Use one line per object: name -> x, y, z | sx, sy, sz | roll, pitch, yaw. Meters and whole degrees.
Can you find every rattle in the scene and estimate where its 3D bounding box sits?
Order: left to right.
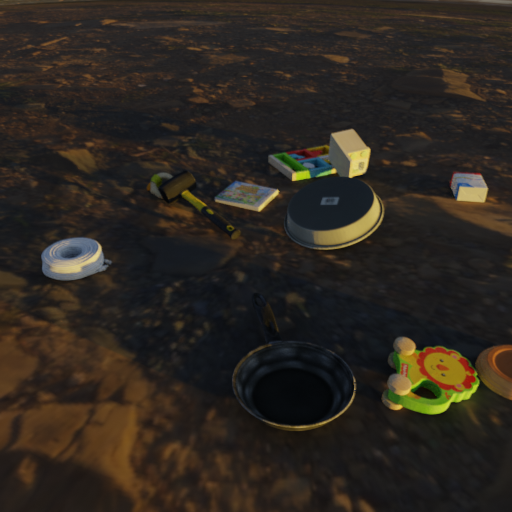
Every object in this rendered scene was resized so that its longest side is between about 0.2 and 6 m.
rattle -> -2.134, -1.614, 13.829 | 1.023, 0.731, 0.666 | 6, 61, -20

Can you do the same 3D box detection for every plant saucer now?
plant saucer -> 3.917, 1.711, 8.396 | 1.162, 0.217, 1.162 | 0, 31, 0

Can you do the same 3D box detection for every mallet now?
mallet -> -1.130, -1.169, 12.628 | 2.570, 0.529, 0.846 | 32, 61, 33

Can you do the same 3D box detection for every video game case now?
video game case -> -0.229, -1.467, 13.604 | 1.198, 0.132, 1.091 | 14, 34, 22

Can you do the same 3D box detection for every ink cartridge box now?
ink cartridge box -> 5.211, -1.748, 13.811 | 0.670, 0.388, 1.153 | 4, 31, 6

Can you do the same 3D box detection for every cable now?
cable -> -3.569, 0.054, 10.890 | 1.151, 0.399, 1.151 | 25, 40, 35

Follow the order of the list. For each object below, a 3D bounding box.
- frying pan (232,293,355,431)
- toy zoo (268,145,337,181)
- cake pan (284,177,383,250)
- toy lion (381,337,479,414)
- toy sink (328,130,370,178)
frying pan -> 0.190, 1.611, 8.339 | 1.725, 0.464, 2.852 | -21, 35, -31
toy zoo -> 1.628, -2.590, 15.330 | 2.201, 0.225, 1.444 | -14, 34, -21
cake pan -> 1.619, -1.002, 12.025 | 2.157, 0.396, 2.157 | -11, 41, 9
toy lion -> 2.566, 1.780, 8.164 | 1.281, 0.459, 1.337 | 16, 35, 11
toy sink -> 2.432, -2.517, 14.342 | 0.698, 0.812, 1.246 | -14, 49, -11
